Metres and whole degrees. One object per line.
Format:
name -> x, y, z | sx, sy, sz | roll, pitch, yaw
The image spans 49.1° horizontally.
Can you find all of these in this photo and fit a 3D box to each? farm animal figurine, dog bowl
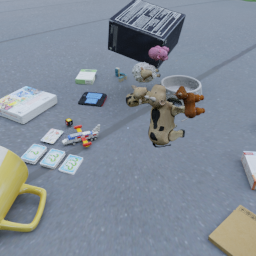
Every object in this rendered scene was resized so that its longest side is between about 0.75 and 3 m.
farm animal figurine -> 0.635, -0.811, 6.936 | 1.136, 1.824, 2.259 | -10, 55, -37
dog bowl -> 2.615, -1.956, 14.021 | 2.276, 0.667, 2.276 | 0, 34, 0

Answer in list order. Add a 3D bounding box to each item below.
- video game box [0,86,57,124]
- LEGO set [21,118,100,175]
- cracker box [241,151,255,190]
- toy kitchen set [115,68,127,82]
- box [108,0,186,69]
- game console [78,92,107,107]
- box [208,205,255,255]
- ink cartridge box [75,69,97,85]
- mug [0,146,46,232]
video game box -> -4.764, -1.116, 12.922 | 2.007, 0.516, 2.203 | 20, 39, 23
LEGO set -> -2.376, 0.427, 10.580 | 2.070, 0.680, 2.772 | 13, 36, 12
cracker box -> 4.465, 1.406, 9.299 | 0.999, 0.430, 1.492 | 3, 35, 5
toy kitchen set -> -0.518, -2.969, 15.651 | 0.821, 0.484, 0.658 | 24, 41, 32
box -> 0.804, -4.179, 12.285 | 2.512, 1.560, 2.532 | 25, 51, 15
game console -> -1.705, -1.417, 13.649 | 1.220, 0.189, 1.079 | 6, 35, 10
box -> 3.313, 2.995, 7.174 | 1.594, 0.207, 1.950 | -27, 43, -33
ink cartridge box -> -2.309, -2.862, 15.639 | 0.963, 0.317, 1.323 | 4, 35, 6
mug -> -3.773, 1.813, 7.418 | 2.606, 2.087, 2.140 | -3, 42, 6
